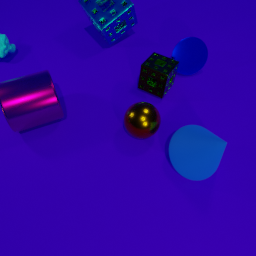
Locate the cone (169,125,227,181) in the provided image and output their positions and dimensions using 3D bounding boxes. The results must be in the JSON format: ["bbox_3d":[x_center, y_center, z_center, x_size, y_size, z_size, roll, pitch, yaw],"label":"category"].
[{"bbox_3d":[1.701,0.421,5.881,1.296,1.300,1.296,3,77,-13],"label":"cone"}]

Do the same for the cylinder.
[{"bbox_3d":[-2.369,-0.666,6.894,1.253,1.253,1.253,-19,58,-12],"label":"cylinder"}]

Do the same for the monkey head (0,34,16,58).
[{"bbox_3d":[-3.784,-2.427,8.276,0.661,0.790,1.098,12,100,10],"label":"monkey head"}]

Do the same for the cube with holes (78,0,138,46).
[{"bbox_3d":[-0.547,-3.418,8.288,1.132,1.132,1.132,-38,81,3],"label":"cube with holes"}]

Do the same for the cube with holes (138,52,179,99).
[{"bbox_3d":[0.823,-1.448,7.647,0.774,0.774,0.774,26,49,16],"label":"cube with holes"}]

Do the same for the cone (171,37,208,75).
[{"bbox_3d":[1.681,-2.247,8.392,1.071,1.071,1.075,-7,26,-5],"label":"cone"}]

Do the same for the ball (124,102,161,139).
[{"bbox_3d":[0.343,-0.187,6.748,0.900,0.900,0.900,0,56,0],"label":"ball"}]
